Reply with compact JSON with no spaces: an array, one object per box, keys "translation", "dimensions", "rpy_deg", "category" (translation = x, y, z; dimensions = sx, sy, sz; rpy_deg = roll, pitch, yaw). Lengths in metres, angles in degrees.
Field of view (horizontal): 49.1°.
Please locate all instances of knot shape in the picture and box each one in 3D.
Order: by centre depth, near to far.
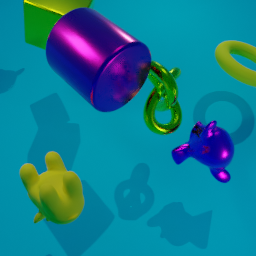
[{"translation":[0.785,-0.788,6.157],"dimensions":[0.759,1.642,1.536],"rpy_deg":[-1,28,15],"category":"knot shape"}]

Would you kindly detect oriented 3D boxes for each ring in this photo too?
[{"translation":[3.445,-1.876,8.082],"dimensions":[1.972,0.394,1.972],"rpy_deg":[11,45,-11],"category":"ring"}]

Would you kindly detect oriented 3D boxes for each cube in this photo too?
[{"translation":[-1.539,-2.561,6.389],"dimensions":[1.240,1.240,1.240],"rpy_deg":[19,61,-9],"category":"cube"}]

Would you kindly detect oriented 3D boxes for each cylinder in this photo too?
[{"translation":[-0.524,-1.215,5.047],"dimensions":[1.380,1.380,1.380],"rpy_deg":[-38,63,-20],"category":"cylinder"}]

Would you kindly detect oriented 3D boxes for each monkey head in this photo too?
[{"translation":[1.605,0.495,5.922],"dimensions":[1.191,1.656,0.998],"rpy_deg":[-30,31,-9],"category":"monkey head"}]

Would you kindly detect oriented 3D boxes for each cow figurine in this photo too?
[{"translation":[-1.251,1.215,4.820],"dimensions":[0.878,1.574,1.599],"rpy_deg":[-28,35,-28],"category":"cow figurine"}]
